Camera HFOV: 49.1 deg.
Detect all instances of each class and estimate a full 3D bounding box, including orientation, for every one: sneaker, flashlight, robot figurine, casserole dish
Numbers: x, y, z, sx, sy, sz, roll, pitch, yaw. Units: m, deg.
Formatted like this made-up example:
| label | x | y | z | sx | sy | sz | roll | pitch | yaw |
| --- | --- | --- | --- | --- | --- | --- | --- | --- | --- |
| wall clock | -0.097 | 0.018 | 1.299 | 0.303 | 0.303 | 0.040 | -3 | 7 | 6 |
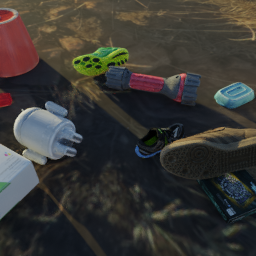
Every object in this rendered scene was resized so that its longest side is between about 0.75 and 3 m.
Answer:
| label | x | y | z | sx | sy | sz | roll | pitch | yaw |
| --- | --- | --- | --- | --- | --- | --- | --- | --- | --- |
| sneaker | 0.876 | 0.248 | 7.232 | 1.527 | 0.633 | 0.541 | -24 | 50 | -23 |
| sneaker | 2.020 | 0.511 | 6.609 | 2.730 | 0.962 | 1.031 | -2 | 25 | -7 |
| flashlight | 0.745 | -1.396 | 8.727 | 2.886 | 0.977 | 0.981 | 12 | 44 | 10 |
| robot figurine | -2.083 | 0.112 | 7.069 | 1.843 | 1.041 | 1.563 | 20 | 81 | 20 |
| casserole dish | 3.406 | -1.080 | 8.902 | 1.377 | 0.267 | 0.834 | -23 | 48 | -23 |
| sneaker | -0.999 | -2.423 | 10.081 | 2.061 | 0.763 | 0.861 | -17 | 31 | -21 |

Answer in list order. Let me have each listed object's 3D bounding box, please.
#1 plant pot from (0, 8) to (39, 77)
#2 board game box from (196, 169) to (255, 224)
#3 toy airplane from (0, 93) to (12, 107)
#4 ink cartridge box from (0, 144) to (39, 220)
| label | x | y | z | sx | sy | sz | roll | pitch | yaw |
| --- | --- | --- | --- | --- | --- | --- | --- | --- | --- |
| plant pot | -4.366 | -3.071 | 9.884 | 2.030 | 1.796 | 2.030 | 0 | 44 | 0 |
| board game box | 2.280 | 1.244 | 6.474 | 1.164 | 0.242 | 1.722 | -15 | 45 | -15 |
| toy airplane | -5.120 | -1.092 | 8.711 | 2.917 | 0.536 | 2.917 | 1 | 43 | -1 |
| ink cartridge box | -3.193 | 1.048 | 6.274 | 1.843 | 0.806 | 1.339 | 23 | 49 | 24 |
